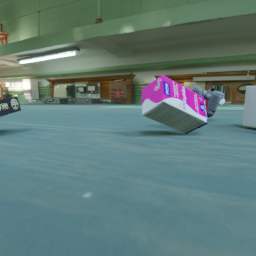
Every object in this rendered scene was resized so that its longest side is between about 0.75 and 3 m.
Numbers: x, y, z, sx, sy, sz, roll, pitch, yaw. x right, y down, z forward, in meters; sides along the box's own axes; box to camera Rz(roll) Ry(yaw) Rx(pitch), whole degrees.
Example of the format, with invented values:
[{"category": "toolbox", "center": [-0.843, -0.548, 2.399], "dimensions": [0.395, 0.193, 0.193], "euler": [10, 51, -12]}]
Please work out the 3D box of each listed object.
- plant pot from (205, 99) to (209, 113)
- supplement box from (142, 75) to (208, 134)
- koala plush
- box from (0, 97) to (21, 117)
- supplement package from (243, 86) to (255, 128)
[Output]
[{"category": "plant pot", "center": [1.863, -0.570, 8.410], "dimensions": [0.854, 0.968, 0.969], "euler": [0, 20, -7]}, {"category": "supplement box", "center": [1.086, -0.505, 6.514], "dimensions": [1.453, 0.735, 0.751], "euler": [20, -33, -31]}, {"category": "koala plush", "center": [3.155, -1.089, 11.006], "dimensions": [1.191, 1.234, 1.343], "euler": [19, 30, 24]}, {"category": "box", "center": [-3.752, -0.305, 6.705], "dimensions": [1.787, 0.439, 1.440], "euler": [-10, 11, 17]}, {"category": "supplement package", "center": [4.237, -0.525, 7.477], "dimensions": [1.226, 1.221, 2.089], "euler": [1, 6, -12]}]
